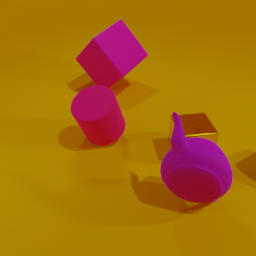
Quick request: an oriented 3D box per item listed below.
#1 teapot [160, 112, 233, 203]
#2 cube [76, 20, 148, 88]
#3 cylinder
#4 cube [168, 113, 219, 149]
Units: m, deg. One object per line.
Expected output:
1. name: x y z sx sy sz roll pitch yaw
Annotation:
1. teapot: 1.177 0.626 4.911 1.208 1.943 0.951 -17 30 33
2. cube: -0.500 -2.175 8.562 1.336 1.336 1.336 -47 13 -33
3. cylinder: -0.663 -0.279 6.473 1.024 1.024 1.024 -7 55 11
4. cube: 1.411 0.238 6.252 0.823 0.823 0.823 -5 36 -7
